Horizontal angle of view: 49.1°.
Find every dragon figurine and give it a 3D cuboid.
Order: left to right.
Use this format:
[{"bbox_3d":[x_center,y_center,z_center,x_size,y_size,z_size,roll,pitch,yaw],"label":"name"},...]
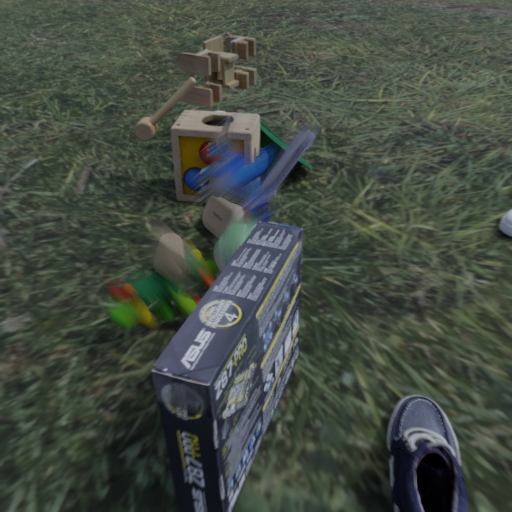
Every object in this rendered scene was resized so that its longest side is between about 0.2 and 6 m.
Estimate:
[{"bbox_3d":[-0.240,-1.488,10.147,1.373,0.813,2.761,9,41,1],"label":"dragon figurine"}]

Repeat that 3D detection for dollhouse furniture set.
[{"bbox_3d":[-1.351,-4.689,15.649,1.784,2.685,2.353,18,38,25],"label":"dollhouse furniture set"}]

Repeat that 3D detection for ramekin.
[{"bbox_3d":[-0.250,-0.017,9.194,0.925,0.925,0.452,17,38,23],"label":"ramekin"}]

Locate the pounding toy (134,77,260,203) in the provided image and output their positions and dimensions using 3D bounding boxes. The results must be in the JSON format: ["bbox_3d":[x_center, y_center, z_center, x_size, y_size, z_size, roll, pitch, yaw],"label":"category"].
[{"bbox_3d":[-1.448,-2.573,12.681,2.922,2.567,1.337,5,35,7],"label":"pounding toy"}]

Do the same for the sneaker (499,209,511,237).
[{"bbox_3d":[6.322,-1.401,11.945,2.649,1.531,0.976,-22,42,-26],"label":"sneaker"}]

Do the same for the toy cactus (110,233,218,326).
[{"bbox_3d":[-1.417,0.310,8.932,2.083,1.719,1.065,-18,51,-29],"label":"toy cactus"}]

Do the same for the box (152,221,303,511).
[{"bbox_3d":[-0.157,1.357,7.148,0.749,2.457,3.048,12,37,17],"label":"box"}]

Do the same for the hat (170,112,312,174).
[{"bbox_3d":[-0.204,-2.176,14.090,2.496,2.197,2.068,44,12,14],"label":"hat"}]

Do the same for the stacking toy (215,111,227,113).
[{"bbox_3d":[-1.334,-3.118,14.902,1.450,1.450,1.984,-19,23,-25],"label":"stacking toy"}]

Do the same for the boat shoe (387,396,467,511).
[{"bbox_3d":[2.092,2.428,6.709,0.950,1.180,2.544,5,36,7],"label":"boat shoe"}]

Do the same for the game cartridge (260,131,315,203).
[{"bbox_3d":[0.552,-1.738,10.992,0.300,1.563,1.013,36,5,-5],"label":"game cartridge"}]

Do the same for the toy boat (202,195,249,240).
[{"bbox_3d":[-0.515,-0.787,11.847,0.868,0.866,1.328,11,21,-43],"label":"toy boat"}]

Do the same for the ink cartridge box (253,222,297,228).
[{"bbox_3d":[0.238,-0.107,10.932,0.930,0.545,1.270,12,35,16],"label":"ink cartridge box"}]
